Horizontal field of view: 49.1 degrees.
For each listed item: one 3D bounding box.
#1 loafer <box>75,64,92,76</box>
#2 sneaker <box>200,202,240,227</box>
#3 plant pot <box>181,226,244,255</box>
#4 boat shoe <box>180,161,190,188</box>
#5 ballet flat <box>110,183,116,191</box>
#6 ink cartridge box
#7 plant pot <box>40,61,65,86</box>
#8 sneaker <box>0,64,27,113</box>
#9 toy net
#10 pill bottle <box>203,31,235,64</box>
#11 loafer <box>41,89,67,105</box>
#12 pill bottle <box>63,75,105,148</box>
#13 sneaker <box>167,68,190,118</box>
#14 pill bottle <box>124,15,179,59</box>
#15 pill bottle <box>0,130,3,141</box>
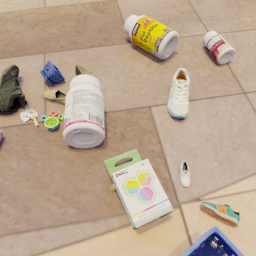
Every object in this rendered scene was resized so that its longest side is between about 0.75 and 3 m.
[{"bbox_3d":[-1.969,-2.407,12.768,0.493,0.556,1.462,-15,52,-31],"label":"loafer"},{"bbox_3d":[3.015,2.702,9.164,1.287,0.459,0.514,26,51,14],"label":"sneaker"},{"bbox_3d":[2.208,3.993,7.531,1.702,1.531,1.702,-31,61,-20],"label":"plant pot"},{"bbox_3d":[2.024,1.628,9.979,0.355,0.316,0.966,-3,54,-2],"label":"boat shoe"},{"bbox_3d":[-0.160,1.923,9.766,0.982,0.347,0.347,-19,56,-13],"label":"ballet flat"},{"bbox_3d":[0.284,1.864,9.243,1.317,0.752,2.537,-20,68,-14],"label":"ink cartridge box"},{"bbox_3d":[-3.413,-2.392,12.544,0.702,0.781,0.781,-39,63,3],"label":"plant pot"},{"bbox_3d":[-4.851,-1.653,12.003,1.380,0.921,2.409,7,57,3],"label":"sneaker"},{"bbox_3d":[-3.565,-0.496,11.479,1.887,0.364,0.990,18,56,13],"label":"toy net"},{"bbox_3d":[4.367,-3.937,13.610,0.922,0.922,1.614,-17,56,-12],"label":"pill bottle"},{"bbox_3d":[-3.112,-1.421,12.064,1.432,0.489,0.542,16,56,11],"label":"loafer"},{"bbox_3d":[-1.680,-0.694,10.904,1.518,1.518,2.679,-3,54,-2],"label":"pill bottle"},{"bbox_3d":[2.153,-1.469,11.812,0.915,0.966,2.393,5,55,1],"label":"sneaker"},{"bbox_3d":[1.076,-4.549,13.735,2.611,1.426,1.426,37,62,24],"label":"pill bottle"},{"bbox_3d":[-5.249,0.614,10.456,0.723,0.723,1.275,6,55,4],"label":"pill bottle"}]
